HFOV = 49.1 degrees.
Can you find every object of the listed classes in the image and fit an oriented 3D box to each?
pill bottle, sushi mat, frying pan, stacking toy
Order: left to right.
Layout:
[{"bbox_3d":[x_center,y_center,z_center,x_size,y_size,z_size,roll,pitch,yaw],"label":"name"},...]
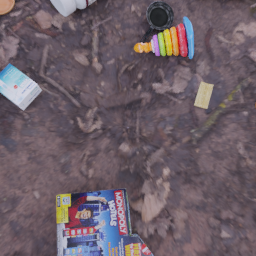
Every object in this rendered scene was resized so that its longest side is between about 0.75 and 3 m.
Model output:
[{"bbox_3d":[-1.659,-5.659,10.747,2.842,1.623,1.623,-39,77,-11],"label":"pill bottle"},{"bbox_3d":[1.166,-4.007,10.920,1.120,0.301,1.851,13,90,-12],"label":"frying pan"},{"bbox_3d":[1.292,-3.102,10.358,2.181,1.197,1.266,-10,57,8],"label":"stacking toy"},{"bbox_3d":[2.773,-1.201,10.246,0.489,0.062,1.022,18,75,4],"label":"sushi mat"}]

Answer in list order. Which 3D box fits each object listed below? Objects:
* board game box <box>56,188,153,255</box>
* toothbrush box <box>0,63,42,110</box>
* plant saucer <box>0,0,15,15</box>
[{"bbox_3d":[-0.633,3.373,8.471,2.874,0.887,2.876,-4,73,-2],"label":"board game box"},{"bbox_3d":[-3.997,-1.470,10.052,1.381,0.589,1.011,37,77,9],"label":"toothbrush box"},{"bbox_3d":[-5.116,-5.013,11.293,1.118,0.209,1.118,0,73,-1],"label":"plant saucer"}]
